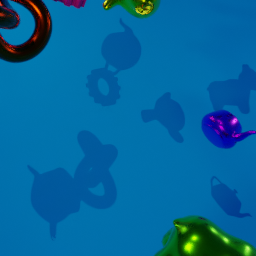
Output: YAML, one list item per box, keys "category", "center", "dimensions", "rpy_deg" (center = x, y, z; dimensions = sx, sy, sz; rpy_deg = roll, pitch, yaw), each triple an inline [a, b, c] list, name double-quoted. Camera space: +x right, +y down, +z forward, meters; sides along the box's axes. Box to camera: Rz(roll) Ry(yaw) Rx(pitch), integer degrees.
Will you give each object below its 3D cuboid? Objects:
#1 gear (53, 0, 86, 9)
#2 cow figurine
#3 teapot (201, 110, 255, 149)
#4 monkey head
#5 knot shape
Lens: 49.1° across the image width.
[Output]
- category: "gear"
  center: [-1.444, -2.972, 6.044]
  dimensions: [1.112, 0.206, 1.112]
  rpy_deg: [21, 34, -15]
- category: "cow figurine"
  center: [1.271, 1.543, 3.154]
  dimensions: [1.704, 1.677, 0.936]
  rpy_deg: [41, 36, 8]
- category: "teapot"
  center: [1.740, -0.004, 5.020]
  dimensions: [0.585, 0.742, 1.194]
  rpy_deg: [-38, 31, -9]
- category: "monkey head"
  center: [0.100, -2.445, 5.425]
  dimensions: [1.039, 1.444, 0.870]
  rpy_deg: [-38, 112, 18]
- category: "knot shape"
  center: [-1.922, -1.804, 4.243]
  dimensions: [0.860, 1.742, 1.861]
  rpy_deg: [-22, 47, 22]
